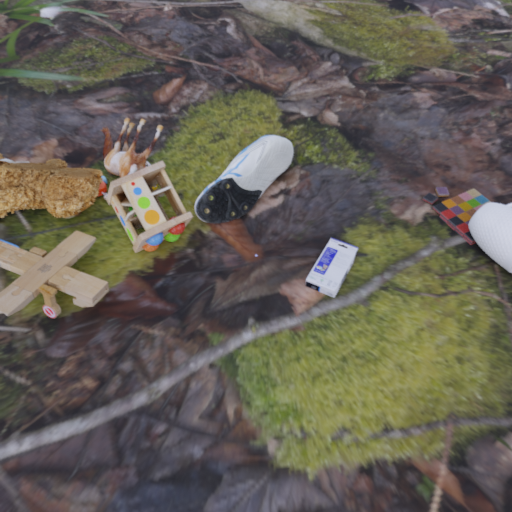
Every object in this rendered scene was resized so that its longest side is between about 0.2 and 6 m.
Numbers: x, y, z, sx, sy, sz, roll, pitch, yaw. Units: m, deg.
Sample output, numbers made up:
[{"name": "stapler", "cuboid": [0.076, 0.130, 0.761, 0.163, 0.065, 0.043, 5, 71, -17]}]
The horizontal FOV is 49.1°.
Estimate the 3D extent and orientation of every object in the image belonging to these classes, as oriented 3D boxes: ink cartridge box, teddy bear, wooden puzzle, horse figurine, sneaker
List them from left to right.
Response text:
[{"name": "teddy bear", "cuboid": [-4.880, -1.453, 11.919, 3.152, 1.052, 2.285, 4, 23, -10]}, {"name": "horse figurine", "cuboid": [-2.949, -2.321, 12.666, 2.400, 0.599, 1.590, 22, 89, 50]}, {"name": "sneaker", "cuboid": [-0.323, -1.674, 12.405, 2.857, 1.027, 1.035, -43, 29, -26]}, {"name": "ink cartridge box", "cuboid": [1.504, 0.217, 11.034, 0.627, 0.247, 1.261, 22, 53, 19]}, {"name": "wooden puzzle", "cuboid": [4.660, -0.879, 12.098, 1.218, 0.144, 2.054, -22, 51, -19]}]

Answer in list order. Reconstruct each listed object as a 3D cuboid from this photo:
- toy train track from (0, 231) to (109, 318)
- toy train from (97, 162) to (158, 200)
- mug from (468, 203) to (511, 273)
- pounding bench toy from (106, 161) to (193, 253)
[{"name": "toy train track", "cuboid": [-4.683, 0.200, 10.653, 4.191, 0.682, 2.404, 19, 41, 16]}, {"name": "toy train", "cuboid": [-3.044, -1.751, 12.666, 1.744, 0.485, 1.310, -27, 53, -22]}, {"name": "mug", "cuboid": [5.023, -0.538, 11.084, 1.399, 1.033, 1.227, -34, 60, -16]}, {"name": "pounding bench toy", "cuboid": [-2.210, -0.807, 11.458, 1.125, 1.811, 1.412, -28, 87, -23]}]
